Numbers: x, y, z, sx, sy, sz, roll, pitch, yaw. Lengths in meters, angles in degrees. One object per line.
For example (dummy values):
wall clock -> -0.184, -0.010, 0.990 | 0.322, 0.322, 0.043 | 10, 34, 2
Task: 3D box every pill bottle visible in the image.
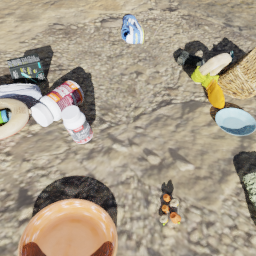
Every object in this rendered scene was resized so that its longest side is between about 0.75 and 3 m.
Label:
pill bottle -> -1.592, -0.100, 8.762 | 0.694, 1.198, 0.694 | -8, 51, 10
pill bottle -> -2.573, -0.902, 10.298 | 1.003, 1.003, 1.831 | 28, 52, 25

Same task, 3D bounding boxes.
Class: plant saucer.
plant saucer -> -1.442, 2.888, 6.924 | 2.385, 0.446, 2.385 | 1, 44, -1
plant saucer -> 3.843, -0.160, 10.084 | 1.422, 0.274, 1.422 | 0, 45, 0

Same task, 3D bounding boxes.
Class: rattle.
rattle -> 4.005, -2.069, 11.541 | 1.926, 1.755, 2.696 | 46, 34, 23

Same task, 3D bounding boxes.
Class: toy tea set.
toy tea set -> 1.201, 2.262, 7.752 | 0.550, 0.342, 0.925 | -14, 42, 28

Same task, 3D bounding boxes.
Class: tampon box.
tampon box -> -4.276, -2.430, 11.821 | 1.282, 0.960, 0.809 | -17, 48, -16

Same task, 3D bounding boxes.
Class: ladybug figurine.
ladybug figurine -> -4.431, -0.230, 9.646 | 2.248, 0.809, 1.526 | -13, 64, -7

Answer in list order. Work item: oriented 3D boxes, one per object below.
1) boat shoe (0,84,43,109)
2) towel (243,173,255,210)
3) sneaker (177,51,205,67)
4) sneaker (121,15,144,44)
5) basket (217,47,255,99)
boat shoe -> -4.750, -1.116, 10.624 | 2.869, 1.056, 0.938 | -6, 41, -21
towel -> 4.884, 2.080, 7.690 | 2.982, 0.544, 2.213 | 0, 44, 0
sneaker -> 2.758, -3.022, 12.737 | 0.798, 0.533, 1.394 | -34, 52, -27
sneaker -> 0.047, -5.169, 14.603 | 0.984, 0.884, 2.392 | -14, 46, -11
basket -> 4.845, -2.032, 11.645 | 1.531, 1.598, 2.145 | 49, 57, -1
